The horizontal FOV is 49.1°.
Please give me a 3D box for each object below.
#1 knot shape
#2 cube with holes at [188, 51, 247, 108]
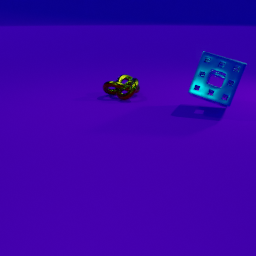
[{"bbox_3d":[-0.260,-1.528,10.468,1.392,0.687,1.488,-5,24,5],"label":"knot shape"},{"bbox_3d":[2.758,-1.468,8.798,1.284,1.284,1.284,21,8,14],"label":"cube with holes"}]
